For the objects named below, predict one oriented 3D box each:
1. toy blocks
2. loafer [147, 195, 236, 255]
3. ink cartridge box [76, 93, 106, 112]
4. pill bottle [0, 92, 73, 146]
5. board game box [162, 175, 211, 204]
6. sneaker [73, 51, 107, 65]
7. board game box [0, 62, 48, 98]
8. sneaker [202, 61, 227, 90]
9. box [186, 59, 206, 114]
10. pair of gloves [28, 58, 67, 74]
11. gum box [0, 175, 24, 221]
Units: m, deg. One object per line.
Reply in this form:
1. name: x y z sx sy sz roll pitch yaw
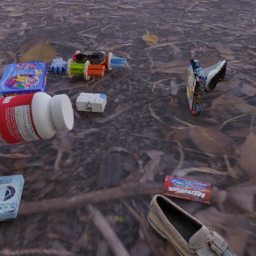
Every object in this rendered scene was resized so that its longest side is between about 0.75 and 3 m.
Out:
1. toy blocks: -1.515 -3.140 14.121 2.601 0.945 2.168 5 35 7
2. loafer: 1.427 2.436 6.431 2.426 0.763 0.872 29 45 34
3. ink cartridge box: -1.504 -1.068 11.616 1.083 0.465 0.793 4 35 7
4. pill bottle: -3.051 -0.297 8.475 2.564 1.439 1.439 -8 35 4
5. board game box: 1.670 1.735 7.976 1.303 0.127 0.671 9 37 12
6. sneaker: -1.894 -3.457 13.896 1.695 0.683 0.633 -7 -4 8
7. board game box: -4.680 -2.097 12.672 1.830 0.609 2.722 -4 37 -8
8. sneaker: 4.059 -2.660 13.509 0.988 0.921 2.493 20 40 33
9. box: 2.801 -1.769 11.728 0.408 1.479 2.166 3 35 4
10. pair of gloves: -4.322 -3.274 14.916 2.359 0.269 1.897 -11 35 -16
11. gum box: -3.545 1.898 7.579 1.180 0.309 1.389 -5 36 -6
